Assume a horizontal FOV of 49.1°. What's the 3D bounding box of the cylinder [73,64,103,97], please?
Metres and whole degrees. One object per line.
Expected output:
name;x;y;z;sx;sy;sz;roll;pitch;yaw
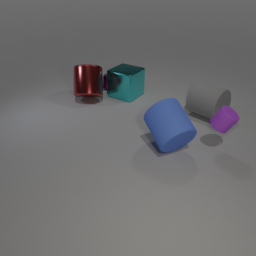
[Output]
cylinder;-1.926;-2.246;13.562;1.400;1.400;1.400;0;0;0

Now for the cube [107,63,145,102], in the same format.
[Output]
cube;-0.093;-2.313;14.157;1.400;1.400;1.400;19;35;28

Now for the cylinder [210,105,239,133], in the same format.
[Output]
cylinder;3.317;-0.293;9.630;0.700;0.700;0.700;20;41;-18

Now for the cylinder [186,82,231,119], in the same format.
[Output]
cylinder;3.493;-1.172;12.161;1.400;1.400;1.400;-26;38;-37

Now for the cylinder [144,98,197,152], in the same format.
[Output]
cylinder;1.455;-0.089;9.796;1.400;1.400;1.400;-14;62;-23

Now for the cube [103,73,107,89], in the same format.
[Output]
cube;-0.944;-2.527;15.086;0.700;0.700;0.700;5;22;4
